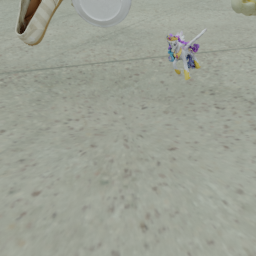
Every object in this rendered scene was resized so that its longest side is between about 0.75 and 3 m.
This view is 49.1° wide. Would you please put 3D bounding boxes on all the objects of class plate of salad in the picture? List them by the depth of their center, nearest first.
[{"bbox_3d":[-0.703,-3.473,7.454,1.615,1.615,0.388,4,47,5],"label":"plate of salad"}]

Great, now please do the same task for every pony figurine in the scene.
[{"bbox_3d":[1.638,-2.237,8.035,1.128,1.354,1.307,2,37,46],"label":"pony figurine"}]

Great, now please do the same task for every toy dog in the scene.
[{"bbox_3d":[3.579,-3.116,6.605,1.742,1.689,1.215,18,82,39],"label":"toy dog"}]

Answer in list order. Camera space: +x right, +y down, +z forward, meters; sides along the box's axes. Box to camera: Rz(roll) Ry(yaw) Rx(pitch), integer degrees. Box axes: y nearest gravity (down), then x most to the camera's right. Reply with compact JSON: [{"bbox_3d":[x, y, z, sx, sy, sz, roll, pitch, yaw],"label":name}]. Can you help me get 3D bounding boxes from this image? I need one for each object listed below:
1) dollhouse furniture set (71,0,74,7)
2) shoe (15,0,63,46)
[{"bbox_3d":[-0.766,-3.460,7.978,1.142,0.718,1.291,-44,75,-10],"label":"dollhouse furniture set"},{"bbox_3d":[-2.430,-3.767,7.902,1.010,2.889,0.771,24,6,14],"label":"shoe"}]
